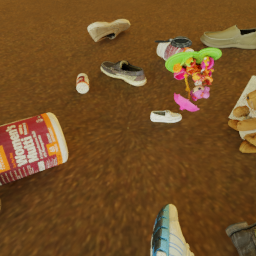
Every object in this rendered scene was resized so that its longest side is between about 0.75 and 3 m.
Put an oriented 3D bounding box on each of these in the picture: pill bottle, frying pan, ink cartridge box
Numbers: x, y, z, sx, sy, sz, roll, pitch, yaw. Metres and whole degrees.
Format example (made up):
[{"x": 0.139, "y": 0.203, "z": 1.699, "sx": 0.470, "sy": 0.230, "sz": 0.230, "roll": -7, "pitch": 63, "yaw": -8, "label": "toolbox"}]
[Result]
[{"x": -2.870, "y": 0.590, "z": 6.850, "sx": 2.511, "sy": 1.376, "sz": 1.376, "roll": -19, "pitch": 43, "yaw": -22, "label": "pill bottle"}, {"x": 1.711, "y": -3.159, "z": 10.364, "sx": 1.307, "sy": 0.791, "sz": 0.213, "roll": 3, "pitch": 81, "yaw": 22, "label": "frying pan"}, {"x": 4.576, "y": -0.675, "z": 9.293, "sx": 1.777, "sy": 0.624, "sz": 2.187, "roll": 24, "pitch": 66, "yaw": 27, "label": "ink cartridge box"}, {"x": -1.682, "y": -1.674, "z": 10.391, "sx": 0.452, "sy": 0.452, "sz": 0.824, "roll": -5, "pitch": 39, "yaw": -6, "label": "pill bottle"}, {"x": 2.007, "y": -3.172, "z": 11.935, "sx": 0.839, "sy": 0.839, "sz": 1.532, "roll": -28, "pitch": 47, "yaw": -30, "label": "pill bottle"}]

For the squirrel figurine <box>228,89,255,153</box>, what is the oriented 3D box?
[{"x": 3.893, "y": -0.366, "z": 7.667, "sx": 1.912, "sy": 1.784, "sz": 1.353, "roll": 3, "pitch": 39, "yaw": 6, "label": "squirrel figurine"}]

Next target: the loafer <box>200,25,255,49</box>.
[{"x": 4.906, "y": -4.419, "z": 13.397, "sx": 2.785, "sy": 0.939, "sz": 1.059, "roll": 4, "pitch": 39, "yaw": 5, "label": "loafer"}]

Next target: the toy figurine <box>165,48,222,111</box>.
[{"x": 1.695, "y": -1.120, "z": 7.109, "sx": 1.498, "sy": 1.125, "sz": 1.379, "roll": -13, "pitch": 69, "yaw": 39, "label": "toy figurine"}]

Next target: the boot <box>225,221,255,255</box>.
[{"x": 2.692, "y": 2.421, "z": 5.372, "sx": 1.462, "sy": 0.506, "sz": 1.273, "roll": -10, "pitch": 45, "yaw": -6, "label": "boot"}]

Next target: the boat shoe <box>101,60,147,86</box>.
[{"x": -0.190, "y": -2.313, "z": 10.975, "sx": 2.174, "sy": 0.704, "sz": 0.782, "roll": 29, "pitch": 47, "yaw": 31, "label": "boat shoe"}]

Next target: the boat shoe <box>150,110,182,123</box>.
[{"x": 1.222, "y": -0.394, "z": 8.895, "sx": 1.008, "sy": 0.329, "sz": 0.371, "roll": -4, "pitch": 39, "yaw": -5, "label": "boat shoe"}]

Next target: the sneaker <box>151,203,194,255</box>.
[{"x": 0.968, "y": 2.540, "z": 4.951, "sx": 1.072, "sy": 0.927, "sz": 2.473, "roll": 6, "pitch": 47, "yaw": -2, "label": "sneaker"}]

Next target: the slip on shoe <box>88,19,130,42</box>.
[{"x": -0.836, "y": -4.908, "z": 14.188, "sx": 1.012, "sy": 0.807, "sz": 2.663, "roll": -22, "pitch": 2, "yaw": 44, "label": "slip on shoe"}]
